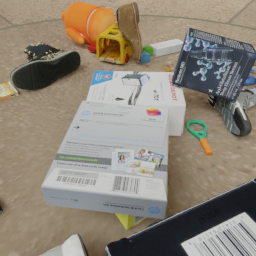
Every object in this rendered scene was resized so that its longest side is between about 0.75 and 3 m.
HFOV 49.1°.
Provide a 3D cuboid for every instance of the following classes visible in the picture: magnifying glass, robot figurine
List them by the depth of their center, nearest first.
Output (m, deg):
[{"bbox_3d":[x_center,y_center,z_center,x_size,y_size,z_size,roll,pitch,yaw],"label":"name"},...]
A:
[{"bbox_3d":[2.079,0.234,7.971,0.587,0.165,1.474,-4,40,-5],"label":"magnifying glass"},{"bbox_3d":[-1.775,-4.833,13.063,2.934,1.711,2.111,25,26,28],"label":"robot figurine"}]

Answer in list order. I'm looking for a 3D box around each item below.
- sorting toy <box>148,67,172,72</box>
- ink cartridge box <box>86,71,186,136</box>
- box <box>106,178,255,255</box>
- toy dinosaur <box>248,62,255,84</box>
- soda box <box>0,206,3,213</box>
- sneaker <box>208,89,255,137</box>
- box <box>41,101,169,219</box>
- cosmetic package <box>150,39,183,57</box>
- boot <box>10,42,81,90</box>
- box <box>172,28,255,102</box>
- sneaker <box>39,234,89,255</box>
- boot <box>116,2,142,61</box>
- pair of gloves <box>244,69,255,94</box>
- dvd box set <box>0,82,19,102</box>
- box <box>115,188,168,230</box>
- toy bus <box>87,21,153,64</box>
[{"bbox_3d":[1.171,-1.957,10.670,1.431,0.195,0.806,-26,50,-28],"label":"sorting toy"},{"bbox_3d":[0.240,-0.793,8.450,2.701,1.160,1.978,0,38,2],"label":"ink cartridge box"},{"bbox_3d":[1.110,2.233,3.640,2.409,2.449,1.438,-17,42,-20],"label":"box"},{"bbox_3d":[4.928,-1.867,10.061,1.103,0.635,2.181,27,44,7],"label":"toy dinosaur"},{"bbox_3d":[-3.132,1.654,6.126,0.798,0.253,0.283,21,43,25],"label":"soda box"},{"bbox_3d":[3.511,-0.666,8.527,1.385,0.900,2.398,-4,38,-8],"label":"sneaker"},{"bbox_3d":[-0.259,0.473,6.141,2.276,0.601,2.920,5,39,4],"label":"box"},{"bbox_3d":[1.766,-3.593,12.526,1.530,0.387,0.631,-18,42,-21],"label":"cosmetic package"},{"bbox_3d":[-3.494,-2.440,10.691,2.123,1.014,2.810,28,46,35],"label":"boot"},{"bbox_3d":[2.359,-1.784,7.853,1.898,1.409,1.016,16,34,5],"label":"box"},{"bbox_3d":[-0.914,3.013,3.971,1.324,1.090,2.879,-19,35,-12],"label":"sneaker"},{"bbox_3d":[0.054,-3.634,10.860,0.827,2.191,0.806,-17,30,-11],"label":"boot"},{"bbox_3d":[4.814,-1.587,10.113,2.205,0.312,2.743,-2,38,-2],"label":"pair of gloves"},{"bbox_3d":[-4.544,-1.185,9.705,1.218,0.179,0.891,-24,46,-27],"label":"dvd box set"},{"bbox_3d":[-0.372,0.913,6.651,1.090,0.726,2.895,-20,43,-25],"label":"box"},{"bbox_3d":[-0.334,-3.814,11.987,2.474,1.355,2.622,-16,43,-21],"label":"toy bus"}]
